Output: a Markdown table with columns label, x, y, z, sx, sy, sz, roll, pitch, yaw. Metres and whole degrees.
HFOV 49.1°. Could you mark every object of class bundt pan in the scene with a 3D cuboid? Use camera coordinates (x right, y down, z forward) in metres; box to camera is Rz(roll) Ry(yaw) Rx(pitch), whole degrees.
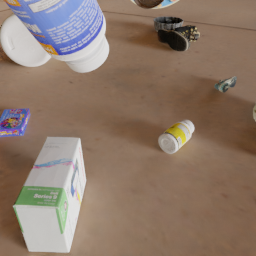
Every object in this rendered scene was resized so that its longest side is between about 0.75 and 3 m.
| label | x | y | z | sx | sy | sz | roll | pitch | yaw |
| --- | --- | --- | --- | --- | --- | --- | --- | --- | --- |
| bundt pan | 1.966 | -5.050 | 13.811 | 1.488 | 0.559 | 1.488 | 0 | 36 | 0 |

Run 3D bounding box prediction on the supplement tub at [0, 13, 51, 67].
| label | x | y | z | sx | sy | sz | roll | pitch | yaw |
| --- | --- | --- | --- | --- | --- | --- | --- | --- | --- |
| supplement tub | -3.550 | -3.679 | 10.686 | 1.898 | 1.898 | 2.628 | -1 | 36 | -1 |

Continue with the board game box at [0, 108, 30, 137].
| label | x | y | z | sx | sy | sz | roll | pitch | yaw |
| --- | --- | --- | --- | --- | --- | --- | --- | --- | --- |
| board game box | -2.932 | -0.155 | 7.167 | 0.649 | 0.216 | 0.965 | -3 | 35 | -4 |

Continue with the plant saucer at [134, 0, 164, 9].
| label | x | y | z | sx | sy | sz | roll | pitch | yaw |
| --- | --- | --- | --- | --- | --- | --- | --- | --- | --- |
| plant saucer | 0.592 | -3.499 | 6.973 | 1.075 | 1.075 | 0.172 | 20 | 13 | 26 |

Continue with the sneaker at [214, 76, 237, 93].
| label | x | y | z | sx | sy | sz | roll | pitch | yaw |
| --- | --- | --- | --- | --- | --- | --- | --- | --- | --- |
| sneaker | 3.107 | -1.452 | 8.897 | 0.927 | 0.360 | 0.400 | -27 | 40 | -33 |

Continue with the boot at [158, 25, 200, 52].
| label | x | y | z | sx | sy | sz | roll | pitch | yaw |
| --- | --- | --- | --- | --- | --- | --- | --- | --- | --- |
| boot | 2.420 | -3.931 | 12.094 | 1.564 | 0.760 | 2.077 | -17 | 32 | -21 |

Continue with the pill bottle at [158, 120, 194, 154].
| label | x | y | z | sx | sy | sz | roll | pitch | yaw |
| --- | --- | --- | --- | --- | --- | --- | --- | --- | --- |
| pill bottle | 1.148 | 0.166 | 6.469 | 0.504 | 0.504 | 0.906 | 26 | 42 | 32 |

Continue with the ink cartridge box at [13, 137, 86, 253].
| label | x | y | z | sx | sy | sz | roll | pitch | yaw |
| --- | --- | --- | --- | --- | --- | --- | --- | --- | --- |
| ink cartridge box | -1.192 | 1.045 | 4.665 | 0.684 | 1.136 | 1.563 | 1 | 35 | 1 |

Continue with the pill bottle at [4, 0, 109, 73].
| label | x | y | z | sx | sy | sz | roll | pitch | yaw |
| --- | --- | --- | --- | --- | --- | --- | --- | --- | --- |
| pill bottle | -0.993 | -1.717 | 4.162 | 1.111 | 1.983 | 1.111 | -7 | 63 | 14 |

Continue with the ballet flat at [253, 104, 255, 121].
| label | x | y | z | sx | sy | sz | roll | pitch | yaw |
| --- | --- | --- | --- | --- | --- | --- | --- | --- | --- |
| ballet flat | 3.581 | -0.246 | 6.818 | 0.992 | 0.992 | 2.858 | 3 | 36 | 4 |

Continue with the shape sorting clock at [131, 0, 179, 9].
| label | x | y | z | sx | sy | sz | roll | pitch | yaw |
| --- | --- | --- | --- | --- | --- | --- | --- | --- | --- |
| shape sorting clock | 0.926 | -4.264 | 7.454 | 2.372 | 2.372 | 0.465 | -7 | 53 | -10 |
